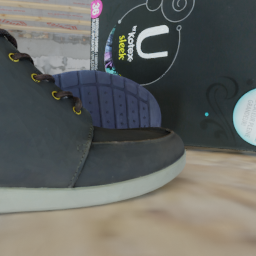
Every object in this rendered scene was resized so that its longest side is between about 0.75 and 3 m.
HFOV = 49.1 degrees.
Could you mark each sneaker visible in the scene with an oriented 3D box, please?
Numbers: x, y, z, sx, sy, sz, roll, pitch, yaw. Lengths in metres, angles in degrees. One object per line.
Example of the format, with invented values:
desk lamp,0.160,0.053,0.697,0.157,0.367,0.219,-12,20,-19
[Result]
sneaker,-0.447,-0.135,1.464,1.824,0.969,0.682,-2,3,-28
sneaker,-0.804,-0.138,2.981,2.293,0.848,0.943,0,2,-7

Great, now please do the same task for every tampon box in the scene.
tampon box,0.991,-0.793,3.868,2.668,1.999,1.684,3,3,37
